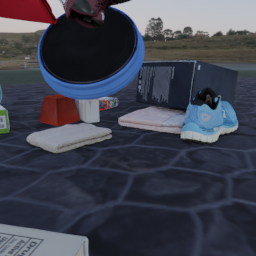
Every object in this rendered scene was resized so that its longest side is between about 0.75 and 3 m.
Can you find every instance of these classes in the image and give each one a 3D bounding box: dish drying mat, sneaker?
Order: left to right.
[{"bbox_3d":[-3.142,-3.165,7.032,2.742,0.250,1.053,14,-17,19],"label":"dish drying mat"},{"bbox_3d":[-0.382,-2.283,5.223,1.729,0.999,0.654,-13,-25,-6],"label":"sneaker"},{"bbox_3d":[2.413,-0.490,7.819,1.122,1.287,2.862,9,17,30],"label":"sneaker"}]

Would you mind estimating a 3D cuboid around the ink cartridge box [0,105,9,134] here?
[{"bbox_3d":[-4.365,-0.274,8.231,1.338,0.686,1.810,-9,16,-31],"label":"ink cartridge box"}]

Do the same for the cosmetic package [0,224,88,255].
[{"bbox_3d":[-1.588,1.240,1.547,2.513,1.097,1.299,3,14,14],"label":"cosmetic package"}]

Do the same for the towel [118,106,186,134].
[{"bbox_3d":[1.165,-0.336,9.109,2.173,0.367,2.275,9,16,31],"label":"towel"}]

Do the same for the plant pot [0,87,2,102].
[{"bbox_3d":[-5.320,-0.960,9.376,1.829,1.829,1.232,-13,-16,-40],"label":"plant pot"}]

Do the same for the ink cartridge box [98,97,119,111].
[{"bbox_3d":[-1.103,-1.020,11.675,0.813,0.376,1.492,7,15,27],"label":"ink cartridge box"}]

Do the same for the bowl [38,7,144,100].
[{"bbox_3d":[-0.961,-2.028,7.126,2.749,2.749,0.540,2,-24,7],"label":"bowl"}]

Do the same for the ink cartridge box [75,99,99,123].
[{"bbox_3d":[-1.387,-0.664,9.482,0.461,0.795,1.102,-8,16,-27],"label":"ink cartridge box"}]

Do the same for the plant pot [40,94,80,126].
[{"bbox_3d":[-2.275,-0.638,9.268,0.978,0.862,0.977,11,19,35],"label":"plant pot"}]

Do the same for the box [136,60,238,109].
[{"bbox_3d":[2.146,-1.530,10.364,2.632,1.631,2.587,0,8,-40],"label":"box"}]

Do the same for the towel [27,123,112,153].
[{"bbox_3d":[-1.427,0.196,7.125,1.233,0.321,1.860,12,19,41],"label":"towel"}]
